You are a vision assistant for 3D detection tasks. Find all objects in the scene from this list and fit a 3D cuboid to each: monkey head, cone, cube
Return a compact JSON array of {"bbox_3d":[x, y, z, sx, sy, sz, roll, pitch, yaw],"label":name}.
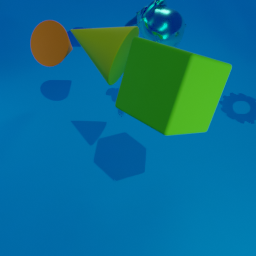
[{"bbox_3d":[0.585,-2.181,6.288,1.298,1.087,1.804,-15,25,46],"label":"monkey head"},{"bbox_3d":[-1.862,-2.279,7.841,1.176,1.176,1.180,18,14,17],"label":"cone"},{"bbox_3d":[-0.508,-1.387,4.594,1.027,1.024,1.024,28,51,7],"label":"cone"},{"bbox_3d":[0.610,-0.577,3.905,1.017,1.017,1.017,-3,26,-45],"label":"cube"}]
